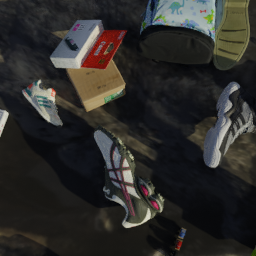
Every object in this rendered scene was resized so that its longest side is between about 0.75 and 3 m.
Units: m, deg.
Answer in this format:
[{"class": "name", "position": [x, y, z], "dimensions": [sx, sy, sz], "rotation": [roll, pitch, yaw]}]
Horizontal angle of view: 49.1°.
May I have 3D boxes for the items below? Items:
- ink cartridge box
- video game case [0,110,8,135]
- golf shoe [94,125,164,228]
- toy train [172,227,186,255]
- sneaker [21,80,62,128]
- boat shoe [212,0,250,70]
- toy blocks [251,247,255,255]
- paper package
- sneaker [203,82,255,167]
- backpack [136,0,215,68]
[{"class": "ink cartridge box", "position": [-1.185, -2.636, 8.720], "dimensions": [1.750, 0.439, 2.016], "rotation": [7, 54, 22]}, {"class": "video game case", "position": [-5.423, 0.381, 8.464], "dimensions": [2.846, 0.327, 2.594], "rotation": [13, 74, 4]}, {"class": "golf shoe", "position": [-0.279, 1.283, 7.811], "dimensions": [1.321, 1.158, 2.999], "rotation": [-34, 76, -3]}, {"class": "toy train", "position": [1.385, 3.185, 7.701], "dimensions": [0.162, 0.217, 0.948], "rotation": [22, 75, 6]}, {"class": "sneaker", "position": [-2.486, -0.795, 8.653], "dimensions": [0.812, 0.611, 1.736], "rotation": [-43, 75, -6]}, {"class": "boat shoe", "position": [3.284, -3.342, 9.190], "dimensions": [1.118, 1.023, 2.992], "rotation": [9, 93, -3]}, {"class": "toy blocks", "position": [4.486, 2.960, 7.446], "dimensions": [1.487, 1.087, 2.175], "rotation": [33, 80, -2]}, {"class": "paper package", "position": [-0.987, -1.441, 8.776], "dimensions": [1.456, 0.753, 1.388], "rotation": [-25, 75, -8]}, {"class": "sneaker", "position": [3.248, 0.039, 8.133], "dimensions": [1.549, 1.027, 2.722], "rotation": [22, 72, 2]}, {"class": "backpack", "position": [1.689, -3.738, 8.882], "dimensions": [2.439, 2.299, 2.990], "rotation": [12, 58, 0]}]
